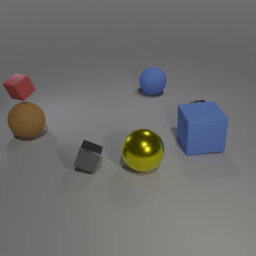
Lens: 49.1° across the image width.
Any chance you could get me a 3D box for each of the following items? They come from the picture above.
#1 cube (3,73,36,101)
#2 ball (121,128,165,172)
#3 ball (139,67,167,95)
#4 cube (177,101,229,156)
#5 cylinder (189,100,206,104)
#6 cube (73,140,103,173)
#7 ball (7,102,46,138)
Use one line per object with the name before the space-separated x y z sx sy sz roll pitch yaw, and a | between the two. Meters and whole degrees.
cube | -4.058 -1.530 10.474 0.700 0.700 0.700 13 50 29
ball | 0.481 0.714 9.072 1.400 1.400 1.400 0 30 0
ball | 1.283 -2.427 14.448 1.400 1.400 1.400 0 30 0
cube | 2.656 -0.014 10.226 1.400 1.400 1.400 -7 31 -3
cylinder | 3.055 -0.791 12.115 0.700 0.700 0.700 -6 -9 -1
cube | -1.283 0.919 9.127 0.700 0.700 0.700 21 20 -7
ball | -3.918 -0.313 10.854 1.400 1.400 1.400 0 30 0
